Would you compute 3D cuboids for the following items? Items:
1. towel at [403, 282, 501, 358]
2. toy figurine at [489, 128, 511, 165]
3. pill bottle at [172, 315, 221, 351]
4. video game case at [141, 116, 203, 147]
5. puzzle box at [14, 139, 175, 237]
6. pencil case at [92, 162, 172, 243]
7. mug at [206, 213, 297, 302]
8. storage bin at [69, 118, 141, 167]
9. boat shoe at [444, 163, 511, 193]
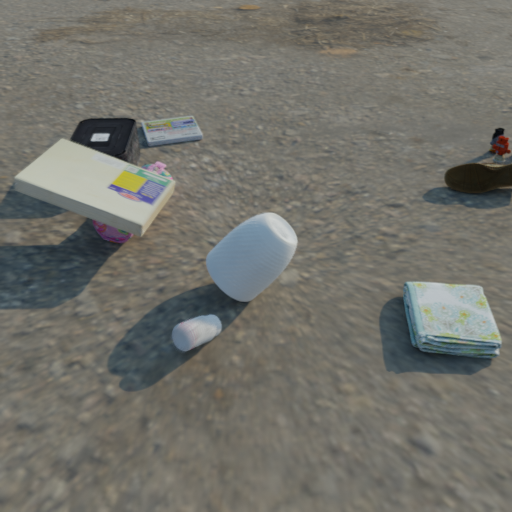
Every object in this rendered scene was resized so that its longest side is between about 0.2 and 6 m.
[{"bbox_3d":[2.880,0.916,8.362,1.216,0.342,1.420,5,37,2],"label":"towel"},{"bbox_3d":[5.744,-2.422,12.558,0.942,0.655,0.927,4,32,8],"label":"toy figurine"},{"bbox_3d":[-0.829,1.075,7.963,0.385,0.385,0.679,25,23,30],"label":"pill bottle"},{"bbox_3d":[-2.083,-3.083,13.792,1.326,0.146,1.207,-11,39,-13],"label":"video game case"},{"bbox_3d":[-2.723,-1.215,9.706,2.286,0.291,1.521,21,39,2],"label":"puzzle box"},{"bbox_3d":[-2.266,-1.039,10.524,0.839,0.839,1.919,12,40,15],"label":"pencil case"},{"bbox_3d":[0.062,-0.096,8.750,1.019,1.210,1.381,48,28,3],"label":"mug"},{"bbox_3d":[-3.254,-2.186,12.008,1.266,0.878,1.873,-1,36,-2],"label":"storage bin"},{"bbox_3d":[4.777,-1.648,11.642,1.726,0.623,0.621,-5,6,9],"label":"boat shoe"}]
